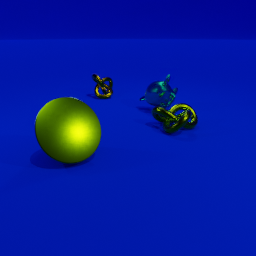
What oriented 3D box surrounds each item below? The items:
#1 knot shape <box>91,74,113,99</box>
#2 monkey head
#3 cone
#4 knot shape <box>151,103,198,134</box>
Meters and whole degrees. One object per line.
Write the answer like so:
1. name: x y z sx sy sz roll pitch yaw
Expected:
1. knot shape: -0.973 -1.725 11.579 0.549 1.188 1.112 -31 -8 31
2. monkey head: 1.139 -1.204 9.417 1.614 0.973 1.161 -36 11 49
3. cone: -1.514 0.189 6.295 1.398 1.398 1.404 -13 -7 -32
4. knot shape: 1.328 -0.257 7.721 1.342 0.620 1.256 1 19 1
